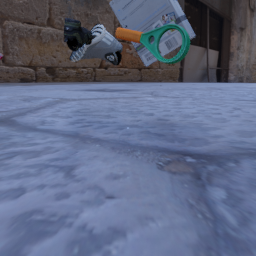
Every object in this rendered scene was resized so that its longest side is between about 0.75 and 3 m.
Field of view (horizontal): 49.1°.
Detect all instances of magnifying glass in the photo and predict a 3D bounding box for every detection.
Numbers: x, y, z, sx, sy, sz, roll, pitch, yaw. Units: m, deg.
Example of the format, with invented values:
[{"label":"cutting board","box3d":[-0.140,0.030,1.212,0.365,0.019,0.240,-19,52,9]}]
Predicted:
[{"label":"magnifying glass","box3d":[0.532,-2.203,6.979,2.260,0.900,0.253,27,20,39]}]

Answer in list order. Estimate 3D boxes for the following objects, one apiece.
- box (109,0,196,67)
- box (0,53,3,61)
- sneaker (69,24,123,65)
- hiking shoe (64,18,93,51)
[{"label":"box","box3d":[0.774,-3.661,9.427,2.004,2.570,0.529,-25,11,40]},{"label":"box","box3d":[-3.375,-1.560,5.349,1.608,0.802,0.768,40,-23,-28]},{"label":"sneaker","box3d":[-1.070,-2.652,10.161,1.531,0.995,2.651,28,-14,-26]},{"label":"hiking shoe","box3d":[-1.217,-2.092,6.563,0.468,0.622,1.235,19,3,13]}]
